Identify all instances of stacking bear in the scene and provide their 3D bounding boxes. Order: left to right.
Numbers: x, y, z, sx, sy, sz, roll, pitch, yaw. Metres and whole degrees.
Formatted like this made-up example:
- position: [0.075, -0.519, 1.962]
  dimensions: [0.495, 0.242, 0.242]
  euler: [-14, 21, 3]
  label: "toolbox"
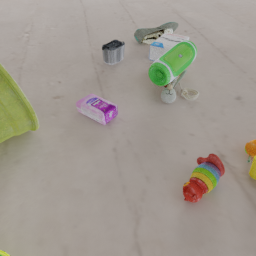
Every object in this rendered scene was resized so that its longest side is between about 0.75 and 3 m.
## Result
- position: [1.678, 1.221, 6.438]
  dimensions: [1.144, 0.695, 0.651]
  euler: [-41, 94, -30]
  label: "stacking bear"

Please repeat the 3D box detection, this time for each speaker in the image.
- position: [1.551, -2.227, 9.501]
  dimensions: [0.893, 0.893, 2.020]
  euler: [26, 51, 28]
  label: "speaker"

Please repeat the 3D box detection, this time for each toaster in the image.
- position: [-0.624, -3.138, 11.673]
  dimensions: [0.669, 0.761, 1.178]
  euler: [24, 44, 28]
  label: "toaster"

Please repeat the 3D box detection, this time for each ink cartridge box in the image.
- position: [1.890, -3.580, 12.282]
  dimensions: [1.193, 0.687, 2.059]
  euler: [19, 43, 21]
  label: "ink cartridge box"

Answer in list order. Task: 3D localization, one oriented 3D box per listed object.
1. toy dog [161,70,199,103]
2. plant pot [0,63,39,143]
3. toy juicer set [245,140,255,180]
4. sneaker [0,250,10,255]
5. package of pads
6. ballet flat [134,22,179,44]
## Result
- position: [1.515, -1.941, 9.907]
  dimensions: [1.537, 1.122, 2.330]
  euler: [-10, 40, -12]
  label: "toy dog"
- position: [-4.154, -0.304, 6.981]
  dimensions: [2.791, 2.791, 2.566]
  euler: [30, 59, 31]
  label: "plant pot"
- position: [4.249, 0.755, 7.038]
  dimensions: [2.598, 0.707, 1.653]
  euler: [-2, 23, 7]
  label: "toy juicer set"
- position: [-3.086, 2.355, 4.587]
  dimensions: [2.384, 0.883, 0.996]
  euler: [3, 0, 5]
  label: "sneaker"
- position: [-0.979, -0.618, 8.810]
  dimensions: [1.210, 0.458, 0.729]
  euler: [27, 49, 30]
  label: "package of pads"
- position: [1.467, -4.480, 13.493]
  dimensions: [2.441, 0.822, 0.777]
  euler: [-17, 69, -19]
  label: "ballet flat"
